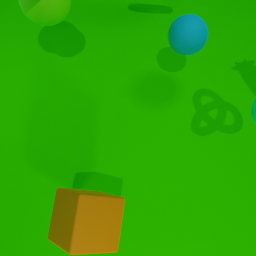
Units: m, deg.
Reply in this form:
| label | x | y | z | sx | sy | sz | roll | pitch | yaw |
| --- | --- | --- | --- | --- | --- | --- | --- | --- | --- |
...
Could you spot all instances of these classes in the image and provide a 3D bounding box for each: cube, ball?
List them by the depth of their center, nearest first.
| label | x | y | z | sx | sy | sz | roll | pitch | yaw |
| --- | --- | --- | --- | --- | --- | --- | --- | --- | --- |
| cube | -0.727 | 1.573 | 4.863 | 0.911 | 0.911 | 0.911 | 16 | 78 | -36 |
| ball | -1.895 | -2.947 | 6.386 | 1.161 | 1.161 | 1.161 | 0 | 61 | 0 |
| ball | 1.462 | -2.284 | 6.873 | 0.959 | 0.959 | 0.959 | 0 | 61 | 0 |

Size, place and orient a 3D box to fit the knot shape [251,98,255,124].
| label | x | y | z | sx | sy | sz | roll | pitch | yaw |
| --- | --- | --- | --- | --- | --- | --- | --- | --- | --- |
| knot shape | 2.664 | -0.513 | 4.020 | 1.460 | 0.721 | 1.560 | 15 | 75 | 11 |
